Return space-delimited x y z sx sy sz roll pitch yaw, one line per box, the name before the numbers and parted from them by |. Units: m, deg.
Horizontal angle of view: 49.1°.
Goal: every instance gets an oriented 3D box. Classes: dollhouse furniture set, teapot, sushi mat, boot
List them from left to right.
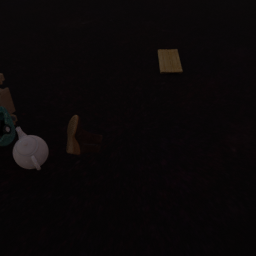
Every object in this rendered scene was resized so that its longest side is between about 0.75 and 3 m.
dollhouse furniture set | -4.067 -0.763 7.850 1.168 2.253 0.997 15 40 19
teapot | -2.493 0.555 7.080 0.946 0.691 0.934 12 61 5
boot | -1.063 0.173 7.059 0.883 1.062 0.384 -1 24 -33
sushi mat | 1.722 -2.798 11.655 0.881 0.111 1.841 1 44 0

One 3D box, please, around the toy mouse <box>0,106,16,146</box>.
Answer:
toy mouse | -3.672 0.342 7.374 2.357 0.513 2.652 39 92 33
